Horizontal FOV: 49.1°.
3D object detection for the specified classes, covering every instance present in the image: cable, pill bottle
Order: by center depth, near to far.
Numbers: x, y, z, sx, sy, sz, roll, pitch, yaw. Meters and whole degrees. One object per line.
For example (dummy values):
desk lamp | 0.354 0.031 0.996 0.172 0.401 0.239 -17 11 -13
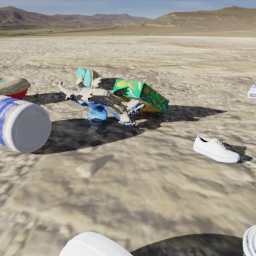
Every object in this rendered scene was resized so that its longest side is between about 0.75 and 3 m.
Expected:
cable | 2.006 1.620 3.371 1.174 0.406 1.174 -15 26 -29
pill bottle | -2.938 -0.178 6.809 2.009 1.162 1.162 15 26 33

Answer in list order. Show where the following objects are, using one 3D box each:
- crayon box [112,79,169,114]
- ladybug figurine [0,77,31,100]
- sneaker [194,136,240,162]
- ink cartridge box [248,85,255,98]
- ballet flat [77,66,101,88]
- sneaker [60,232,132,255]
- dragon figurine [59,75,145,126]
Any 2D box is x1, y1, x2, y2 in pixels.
crayon box | 0.432 -0.922 8.483 0.990 0.486 1.668 13 -6 36
ladybug figurine | -4.670 -1.287 9.946 2.387 0.859 1.620 -10 24 -24
sneaker | 1.963 0.458 6.265 1.085 0.384 0.396 17 28 37
ink cartridge box | 5.473 -1.377 10.939 1.302 0.283 1.290 10 24 30
ballet flat | -1.645 -2.273 12.580 0.878 0.878 2.484 -9 23 -20
sneaker | -0.282 1.848 2.154 1.402 0.894 2.427 -14 27 -37
dragon figurine | -0.937 -0.739 8.192 2.986 1.485 0.879 8 64 42
